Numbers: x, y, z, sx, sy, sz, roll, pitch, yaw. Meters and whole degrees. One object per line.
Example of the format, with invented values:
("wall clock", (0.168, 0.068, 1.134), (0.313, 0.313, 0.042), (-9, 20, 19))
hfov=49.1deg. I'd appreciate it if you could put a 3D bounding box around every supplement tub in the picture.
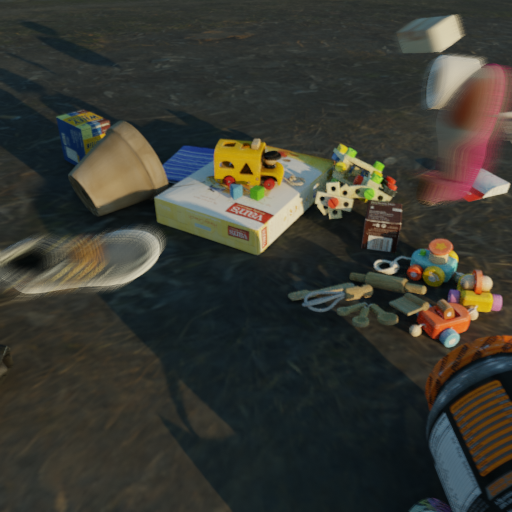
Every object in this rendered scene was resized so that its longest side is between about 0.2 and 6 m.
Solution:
("supplement tub", (2.737, 2.218, 5.298), (1.777, 1.777, 2.900), (-2, 33, -3))

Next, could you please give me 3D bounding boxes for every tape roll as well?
("tape roll", (3.638, -3.188, 10.386), (0.660, 0.962, 0.962), (5, 34, -1))

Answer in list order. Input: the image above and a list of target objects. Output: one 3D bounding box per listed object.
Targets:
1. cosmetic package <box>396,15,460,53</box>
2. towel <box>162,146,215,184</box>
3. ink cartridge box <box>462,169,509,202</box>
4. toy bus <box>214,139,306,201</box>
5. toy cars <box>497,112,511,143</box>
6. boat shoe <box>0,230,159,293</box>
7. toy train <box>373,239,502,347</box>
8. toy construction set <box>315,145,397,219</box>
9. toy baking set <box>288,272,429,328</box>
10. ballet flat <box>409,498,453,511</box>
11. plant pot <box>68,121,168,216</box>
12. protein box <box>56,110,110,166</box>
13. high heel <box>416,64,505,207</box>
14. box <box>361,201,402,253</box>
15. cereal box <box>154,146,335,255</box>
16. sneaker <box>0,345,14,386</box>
("cosmetic package", (3.377, -4.360, 11.054), (0.577, 0.487, 1.117), (-36, 29, -12))
("towel", (-1.541, -2.191, 13.379), (1.351, 0.222, 1.865), (10, 35, 16))
("ink cartridge box", (4.888, -1.589, 12.442), (1.081, 0.308, 0.878), (-10, 35, -22))
("toy bus", (-0.054, -1.874, 11.093), (1.631, 0.843, 1.539), (-23, 41, -29))
("toy cars", (3.674, -1.615, 7.451), (1.005, 0.451, 0.223), (35, 68, 16))
("boat shoe", (-2.155, 0.058, 6.895), (1.906, 0.674, 0.865), (-14, -8, -8))
("toy train", (2.935, 0.422, 9.048), (1.720, 0.637, 2.290), (-9, 35, -13))
("toy construction set", (2.027, -1.472, 11.335), (1.479, 1.039, 2.255), (30, 36, 2))
("toy baking set", (1.609, 0.603, 8.828), (2.089, 0.243, 1.603), (14, 26, 41))
("ballet flat", (1.527, 2.915, 5.255), (0.641, 0.660, 1.854), (20, 38, 30))
("plant pot", (-2.914, -1.642, 11.455), (1.502, 1.731, 1.731), (-38, 47, -22))
("protein box", (-4.066, -2.752, 13.398), (1.131, 1.123, 0.763), (28, 43, 36))
("high heel", (2.585, -1.460, 6.732), (0.924, 1.921, 0.648), (-23, 59, -31))
("box", (2.360, -0.554, 10.510), (0.656, 0.650, 0.791), (7, 34, 11))
("cereal box", (-0.134, -1.363, 11.696), (2.424, 0.666, 3.370), (18, 37, 25))
("sneaker", (-3.936, 1.404, 7.563), (2.008, 1.117, 0.771), (-3, 60, 57))
